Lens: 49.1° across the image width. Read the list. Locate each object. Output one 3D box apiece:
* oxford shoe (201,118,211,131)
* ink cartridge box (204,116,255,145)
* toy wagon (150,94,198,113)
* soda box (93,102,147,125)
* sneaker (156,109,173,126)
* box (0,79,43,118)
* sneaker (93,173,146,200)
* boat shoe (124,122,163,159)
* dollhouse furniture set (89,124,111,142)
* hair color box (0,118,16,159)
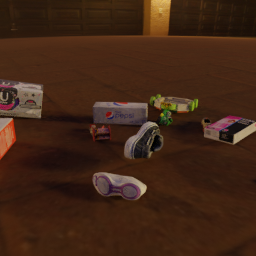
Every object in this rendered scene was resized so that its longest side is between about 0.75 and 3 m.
[{"bbox_3d":[2.999,-0.216,10.582,0.392,0.416,1.111,3,23,6],"label":"oxford shoe"},{"bbox_3d":[3.857,-0.028,10.122,2.330,0.432,1.103,-18,24,-40],"label":"ink cartridge box"},{"bbox_3d":[1.903,-1.026,12.002,1.863,0.475,2.402,10,17,22],"label":"toy wagon"},{"bbox_3d":[-0.292,-0.591,11.077,2.116,0.722,0.671,2,23,5],"label":"soda box"},{"bbox_3d":[1.495,-0.353,10.996,0.531,0.487,1.248,30,27,8],"label":"sneaker"},{"bbox_3d":[-4.606,-1.232,11.536,2.062,1.183,1.362,4,21,-17],"label":"box"},{"bbox_3d":[-0.215,1.412,6.854,1.400,0.524,0.697,12,6,26],"label":"sneaker"},{"bbox_3d":[0.636,0.443,8.197,0.798,0.811,2.250,13,23,18],"label":"boat shoe"},{"bbox_3d":[-1.003,0.046,9.914,0.605,0.457,1.123,-6,24,-14],"label":"dollhouse furniture set"},{"bbox_3d":[-4.528,0.585,8.119,1.548,0.892,2.791,0,22,-1],"label":"hair color box"}]
